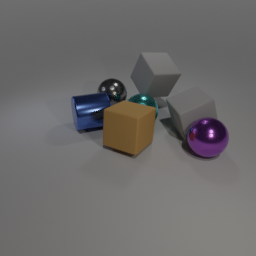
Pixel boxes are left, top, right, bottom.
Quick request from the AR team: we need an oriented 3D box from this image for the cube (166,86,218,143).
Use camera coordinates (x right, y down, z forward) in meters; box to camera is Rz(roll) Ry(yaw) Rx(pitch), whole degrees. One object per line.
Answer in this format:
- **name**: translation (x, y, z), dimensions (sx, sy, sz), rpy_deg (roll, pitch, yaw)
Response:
- **cube**: translation (2.494, -0.556, 10.883), dimensions (1.400, 1.400, 1.400), rpy_deg (-23, 33, -2)

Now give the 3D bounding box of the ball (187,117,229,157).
- **ball**: translation (2.777, 0.321, 9.758), dimensions (1.400, 1.400, 1.400), rpy_deg (0, 31, 0)

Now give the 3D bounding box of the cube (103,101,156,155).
- **cube**: translation (0.051, -0.059, 10.187), dimensions (1.400, 1.400, 1.400), rpy_deg (15, 25, 26)

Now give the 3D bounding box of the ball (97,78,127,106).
- **ball**: translation (-0.743, -1.603, 13.037), dimensions (1.400, 1.400, 1.400), rpy_deg (0, 31, 0)

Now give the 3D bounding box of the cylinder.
- **cylinder**: translation (-1.504, -0.684, 11.439), dimensions (1.400, 1.400, 1.400), rpy_deg (-10, 32, -17)

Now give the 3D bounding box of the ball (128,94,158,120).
- **ball**: translation (0.550, -0.714, 11.536), dimensions (1.400, 1.400, 1.400), rpy_deg (0, 31, 0)

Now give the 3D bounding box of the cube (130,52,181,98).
- **cube**: translation (1.171, -2.288, 12.163), dimensions (1.400, 1.400, 1.400), rpy_deg (-8, 56, -29)
